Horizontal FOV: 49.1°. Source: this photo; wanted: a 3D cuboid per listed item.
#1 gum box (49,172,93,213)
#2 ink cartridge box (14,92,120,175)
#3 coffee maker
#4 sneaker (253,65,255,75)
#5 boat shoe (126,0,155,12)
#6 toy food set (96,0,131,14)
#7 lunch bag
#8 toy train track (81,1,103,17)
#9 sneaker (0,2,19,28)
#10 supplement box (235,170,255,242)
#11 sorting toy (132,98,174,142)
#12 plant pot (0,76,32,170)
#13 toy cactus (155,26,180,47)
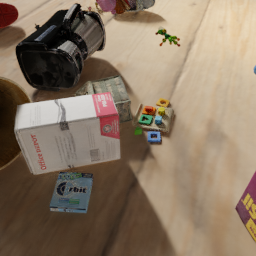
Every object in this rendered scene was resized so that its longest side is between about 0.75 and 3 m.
[{"bbox_3d":[-1.246,1.430,6.306,0.790,0.207,0.930,3,45,3],"label":"gum box"},{"bbox_3d":[-1.347,0.145,6.620,2.178,1.586,0.923,-11,46,-11],"label":"ink cartridge box"},{"bbox_3d":[-2.424,-2.627,9.537,2.753,1.931,2.866,-11,36,30],"label":"coffee maker"},{"bbox_3d":[4.860,-1.382,8.685,1.065,0.928,2.368,-27,50,-20],"label":"sneaker"},{"bbox_3d":[0.187,-5.917,13.385,2.252,0.830,0.722,1,55,0],"label":"boat shoe"},{"bbox_3d":[-0.695,-4.102,8.218,0.468,1.888,2.971,-27,-3,21],"label":"toy food set"},{"bbox_3d":[-0.786,-0.734,8.025,1.559,0.917,1.279,-13,46,-5],"label":"lunch bag"},{"bbox_3d":[-1.230,-5.962,13.702,2.400,0.390,1.377,-17,47,-17],"label":"toy train track"},{"bbox_3d":[-6.474,-5.189,12.394,2.975,1.165,1.718,-15,48,-17],"label":"sneaker"},{"bbox_3d":[3.141,1.249,4.781,1.335,2.586,1.693,-12,46,-12],"label":"supplement box"},{"bbox_3d":[0.748,-0.367,8.096,1.066,0.258,1.893,12,45,12],"label":"sorting toy"},{"bbox_3d":[-4.029,-0.413,6.888,2.536,2.363,2.363,24,49,33],"label":"plant pot"},{"bbox_3d":[1.135,-2.779,8.484,0.939,0.480,0.775,5,44,-36],"label":"toy cactus"}]
